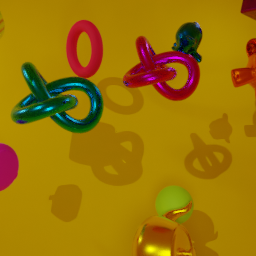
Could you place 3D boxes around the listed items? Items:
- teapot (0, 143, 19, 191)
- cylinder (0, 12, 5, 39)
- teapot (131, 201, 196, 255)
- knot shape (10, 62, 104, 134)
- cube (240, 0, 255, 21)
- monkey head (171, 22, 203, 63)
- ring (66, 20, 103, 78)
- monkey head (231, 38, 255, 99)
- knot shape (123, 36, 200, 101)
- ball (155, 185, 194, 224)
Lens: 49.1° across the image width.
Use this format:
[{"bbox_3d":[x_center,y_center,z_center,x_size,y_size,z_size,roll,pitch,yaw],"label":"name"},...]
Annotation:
[{"bbox_3d":[-2.857,0.841,5.959,0.810,1.654,1.028,3,66,24],"label":"teapot"},{"bbox_3d":[-3.042,-1.783,4.987,1.169,1.169,1.169,14,48,5],"label":"cylinder"},{"bbox_3d":[0.719,2.142,4.957,0.987,1.253,2.016,-12,35,32],"label":"teapot"},{"bbox_3d":[-1.461,-0.609,6.216,1.950,0.963,2.084,13,30,-23],"label":"knot shape"},{"bbox_3d":[3.533,-3.165,6.548,1.104,1.104,1.104,8,96,-30],"label":"cube"},{"bbox_3d":[1.316,-1.758,5.724,0.782,0.655,1.087,33,39,-3],"label":"monkey head"},{"bbox_3d":[-1.174,-2.073,7.421,0.299,1.494,1.494,-12,65,-42],"label":"ring"},{"bbox_3d":[3.117,-1.323,6.835,1.287,1.078,1.789,-12,94,10],"label":"monkey head"},{"bbox_3d":[0.543,-1.178,5.293,1.479,0.683,1.384,-4,51,-25],"label":"knot shape"},{"bbox_3d":[1.001,1.656,6.048,0.813,0.813,0.813,0,69,0],"label":"ball"}]
